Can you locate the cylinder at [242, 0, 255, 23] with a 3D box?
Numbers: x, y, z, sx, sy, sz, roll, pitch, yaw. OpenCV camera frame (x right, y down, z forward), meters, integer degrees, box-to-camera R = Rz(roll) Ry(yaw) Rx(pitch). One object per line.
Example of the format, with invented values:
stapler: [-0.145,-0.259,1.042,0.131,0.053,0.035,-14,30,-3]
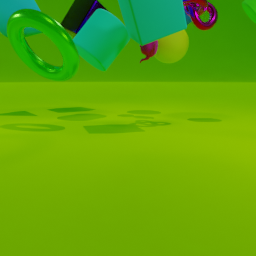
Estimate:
cylinder: [3.695,-3.385,7.606,0.822,0.822,0.822,-40,-3,19]

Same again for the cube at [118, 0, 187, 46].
cube: [0.505,-2.668,6.277,1.117,1.117,1.117,-22,31,-4]

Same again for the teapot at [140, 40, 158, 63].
teapot: [0.651,-2.685,9.281,0.561,1.146,0.712,12,2,21]

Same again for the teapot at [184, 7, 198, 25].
teapot: [1.616,-3.432,8.239,1.234,0.767,0.604,-4,6,35]

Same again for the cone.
cone: [-3.088,-3.457,9.157,1.670,1.663,1.663,29,22,22]

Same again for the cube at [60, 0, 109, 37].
cube: [-1.456,-3.941,10.653,1.388,1.388,1.388,29,5,-47]

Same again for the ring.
ring: [-2.103,-1.984,6.958,2.001,2.001,0.400,7,51,32]

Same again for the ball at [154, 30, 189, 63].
ball: [1.506,-3.065,10.187,1.388,1.388,1.388,0,10,0]

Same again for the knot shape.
knot shape: [1.613,-3.060,6.938,0.609,1.317,1.233,-45,-19,28]

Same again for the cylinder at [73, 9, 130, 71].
cylinder: [-0.855,-2.743,8.837,1.370,1.370,1.370,37,-4,3]
